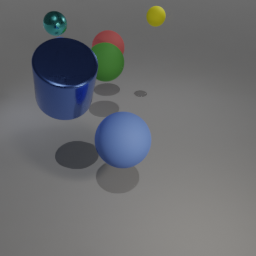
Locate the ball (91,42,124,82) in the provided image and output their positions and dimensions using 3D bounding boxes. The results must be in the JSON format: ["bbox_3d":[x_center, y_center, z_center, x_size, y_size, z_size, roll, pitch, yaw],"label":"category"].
[{"bbox_3d":[-0.834,-2.408,10.275,1.400,1.400,1.400,0,33,0],"label":"ball"}]

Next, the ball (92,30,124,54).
[{"bbox_3d":[-0.851,-3.479,12.087,1.400,1.400,1.400,0,33,0],"label":"ball"}]

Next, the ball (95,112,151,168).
[{"bbox_3d":[-0.125,0.294,6.945,1.400,1.400,1.400,0,33,0],"label":"ball"}]

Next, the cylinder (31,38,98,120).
[{"bbox_3d":[-1.476,-1.109,6.561,1.400,1.400,1.400,6,61,-11],"label":"cylinder"}]

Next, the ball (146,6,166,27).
[{"bbox_3d":[1.016,-4.065,10.203,0.700,0.700,0.700,0,33,0],"label":"ball"}]

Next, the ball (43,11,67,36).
[{"bbox_3d":[-2.162,-3.101,8.323,0.700,0.700,0.700,0,33,0],"label":"ball"}]
